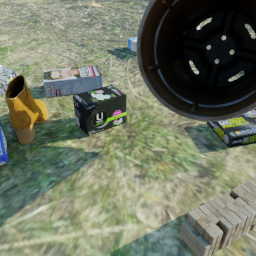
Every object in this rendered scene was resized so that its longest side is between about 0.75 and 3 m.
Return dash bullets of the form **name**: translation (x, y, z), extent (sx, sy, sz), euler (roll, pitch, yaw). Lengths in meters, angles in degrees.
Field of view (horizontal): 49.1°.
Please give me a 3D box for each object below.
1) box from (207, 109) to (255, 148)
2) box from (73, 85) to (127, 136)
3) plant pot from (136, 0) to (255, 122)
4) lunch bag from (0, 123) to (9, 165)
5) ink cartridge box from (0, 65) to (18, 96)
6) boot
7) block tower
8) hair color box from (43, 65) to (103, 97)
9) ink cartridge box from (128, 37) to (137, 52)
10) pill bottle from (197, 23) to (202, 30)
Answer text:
- **box**: translation (3.382, -0.059, 8.296), extent (1.630, 0.361, 1.306), euler (-8, 36, -12)
- **box**: translation (-0.823, -0.562, 8.442), extent (1.378, 1.023, 0.856), euler (-21, 40, -27)
- **plant pot**: translation (1.932, -1.758, 6.103), extent (2.740, 2.740, 2.712), euler (14, 19, 19)
- **lunch bag**: translation (-3.716, 0.560, 6.868), extent (1.397, 1.017, 1.643), euler (-16, 30, -22)
- **ink cartridge box**: translation (-5.558, -1.438, 9.938), extent (1.566, 0.724, 2.874), euler (24, 40, 31)
- **boot**: translation (-2.948, -0.815, 8.234), extent (0.824, 1.677, 2.342), euler (-3, 35, -5)
- **block tower**: translation (2.228, 1.660, 5.580), extent (2.442, 0.660, 0.706), euler (-20, 40, -25)
- **hair color box**: translation (-2.056, -1.783, 10.527), extent (2.102, 0.637, 1.040), euler (-9, 36, -11)
- **ink cartridge box**: translation (0.761, -4.052, 13.889), extent (0.872, 0.510, 1.503), euler (-21, 40, -27)
- **pill bottle**: translation (1.501, -3.378, 7.650), extent (1.213, 2.084, 1.213), euler (-4, 67, 10)
